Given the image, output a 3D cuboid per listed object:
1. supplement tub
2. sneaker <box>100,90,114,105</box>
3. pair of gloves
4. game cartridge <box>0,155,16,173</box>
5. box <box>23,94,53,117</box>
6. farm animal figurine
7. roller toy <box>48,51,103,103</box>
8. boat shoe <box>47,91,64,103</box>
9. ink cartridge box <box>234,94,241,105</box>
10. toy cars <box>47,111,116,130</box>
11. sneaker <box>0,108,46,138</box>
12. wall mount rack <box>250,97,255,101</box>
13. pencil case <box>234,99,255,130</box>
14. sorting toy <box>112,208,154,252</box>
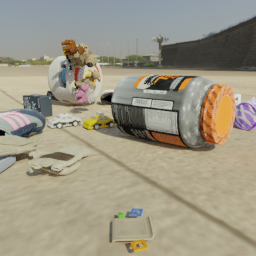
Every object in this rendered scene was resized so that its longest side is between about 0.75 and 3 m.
[{"bbox_3d":[1.135,-0.490,7.373,2.918,1.788,1.788,11,17,38],"label":"supplement tub"},{"bbox_3d":[-0.325,-1.476,14.086,2.305,0.926,0.995,-7,20,12],"label":"sneaker"},{"bbox_3d":[-1.894,0.542,5.813,1.978,0.347,1.682,11,9,7],"label":"pair of gloves"},{"bbox_3d":[-3.137,0.736,5.444,1.509,0.313,1.005,2,17,6],"label":"game cartridge"},{"bbox_3d":[-3.644,-0.908,11.297,1.110,0.824,0.594,8,16,33],"label":"box"},{"bbox_3d":[-1.757,-2.399,11.891,1.349,2.683,2.167,-16,6,-5],"label":"farm animal figurine"},{"bbox_3d":[-2.496,-2.403,13.886,1.859,2.661,2.427,3,49,35],"label":"roller toy"},{"bbox_3d":[-3.682,-1.708,15.295,1.912,0.545,0.639,7,14,22],"label":"boat shoe"},{"bbox_3d":[4.941,-1.403,14.037,0.947,0.552,1.308,12,18,42],"label":"ink cartridge box"},{"bbox_3d":[-1.529,-0.296,9.349,2.321,0.514,1.041,2,13,7],"label":"toy cars"},{"bbox_3d":[-3.050,0.143,7.167,1.143,0.978,2.787,47,22,19],"label":"sneaker"},{"bbox_3d":[4.889,-0.800,11.103,1.548,0.664,1.781,-7,19,-27],"label":"wall mount rack"},{"bbox_3d":[4.512,-0.494,9.471,2.288,0.960,0.978,-10,61,-36],"label":"pencil case"},{"bbox_3d":[0.052,1.275,3.465,0.504,0.122,0.895,-5,13,-1],"label":"sorting toy"}]
